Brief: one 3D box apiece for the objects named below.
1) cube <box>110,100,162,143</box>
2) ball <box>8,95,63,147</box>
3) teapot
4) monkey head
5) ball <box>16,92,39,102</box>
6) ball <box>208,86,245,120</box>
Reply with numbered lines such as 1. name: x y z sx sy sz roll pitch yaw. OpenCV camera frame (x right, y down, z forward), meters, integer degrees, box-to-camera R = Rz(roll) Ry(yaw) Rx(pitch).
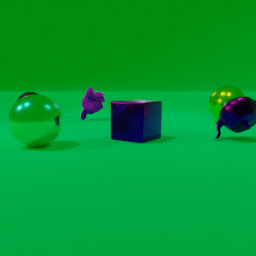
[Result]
1. cube: 0.207 -0.197 6.863 0.935 0.935 0.935 6 10 34
2. ball: -1.960 -0.156 5.983 1.112 1.112 1.112 0 8 0
3. teapot: 2.647 -0.241 6.693 1.502 0.735 0.934 -31 -39 13
4. monkey head: -1.475 -1.067 10.810 0.890 1.477 1.063 -5 -30 34
5. ball: -3.657 -0.837 10.554 1.062 1.062 1.062 0 8 0
6. ball: 3.563 -0.863 10.079 1.316 1.316 1.316 0 8 0
